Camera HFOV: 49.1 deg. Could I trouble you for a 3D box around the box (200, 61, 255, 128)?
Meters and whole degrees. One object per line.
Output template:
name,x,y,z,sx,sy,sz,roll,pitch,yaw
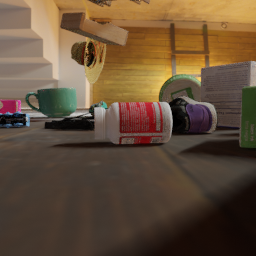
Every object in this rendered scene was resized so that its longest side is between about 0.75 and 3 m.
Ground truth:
box,3.078,-0.935,8.240,0.946,1.804,1.659,-4,6,-36

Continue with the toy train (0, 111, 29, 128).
toy train,-3.421,-0.224,8.145,1.080,0.468,0.617,-2,-4,-3

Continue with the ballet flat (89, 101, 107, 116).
ballet flat,-1.634,-1.018,15.042,0.896,0.896,2.414,0,3,3

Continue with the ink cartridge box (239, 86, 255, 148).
ink cartridge box,3.073,-0.173,4.265,2.303,0.971,1.682,3,6,32

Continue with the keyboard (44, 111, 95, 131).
keyboard,-0.977,-0.220,7.693,2.616,0.518,1.362,0,5,14

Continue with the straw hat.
straw hat,-1.792,-3.084,11.611,1.041,2.459,2.459,12,7,11

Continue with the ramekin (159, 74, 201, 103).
ramekin,2.052,-1.088,10.513,1.833,1.833,0.895,1,13,8

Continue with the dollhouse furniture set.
dollhouse furniture set,-0.455,-2.487,5.132,1.071,1.646,1.512,5,13,-43

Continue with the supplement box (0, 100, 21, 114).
supplement box,-4.867,-0.724,11.308,0.853,0.871,1.685,0,4,-14

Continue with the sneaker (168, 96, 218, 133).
sneaker,1.219,-0.352,7.296,1.043,0.902,2.383,-7,7,-15

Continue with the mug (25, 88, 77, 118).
mug,-3.654,-1.235,13.920,2.249,1.391,1.848,-2,6,17

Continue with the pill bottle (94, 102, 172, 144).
pill bottle,0.065,-0.087,4.853,1.280,0.719,0.719,-1,5,-6
